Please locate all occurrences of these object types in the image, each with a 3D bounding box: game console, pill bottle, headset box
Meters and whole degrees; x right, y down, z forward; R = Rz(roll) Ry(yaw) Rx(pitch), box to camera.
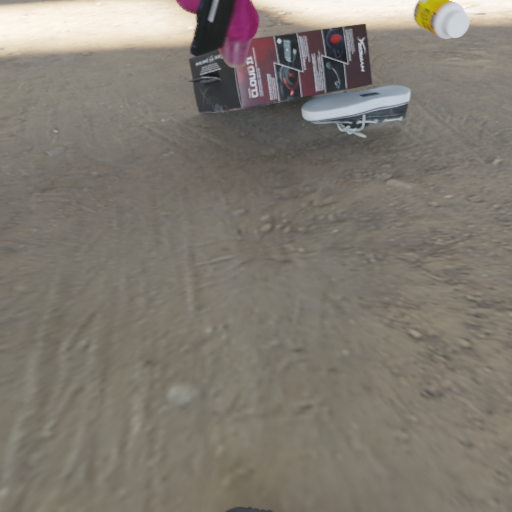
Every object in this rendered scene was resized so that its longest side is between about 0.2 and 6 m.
[{"bbox_3d":[-0.548,-2.938,6.255,0.638,1.097,0.964,32,39,11],"label":"game console"},{"bbox_3d":[2.550,-3.283,7.700,0.460,0.460,0.843,-10,38,-13],"label":"pill bottle"},{"bbox_3d":[0.308,-4.016,12.243,3.507,1.316,2.607,-16,17,-21],"label":"headset box"}]

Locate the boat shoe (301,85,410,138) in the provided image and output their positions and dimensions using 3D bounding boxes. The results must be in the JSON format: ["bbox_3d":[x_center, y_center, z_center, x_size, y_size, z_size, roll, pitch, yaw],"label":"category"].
[{"bbox_3d":[2.121,-3.007,11.916,2.469,0.843,0.912,-17,37,-21],"label":"boat shoe"}]

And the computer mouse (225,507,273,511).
[{"bbox_3d":[0.468,2.484,4.834,1.745,0.297,0.512,5,35,6],"label":"computer mouse"}]

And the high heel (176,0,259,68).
[{"bbox_3d":[-0.592,-3.864,8.051,0.771,1.100,2.288,-24,67,-22],"label":"high heel"}]
